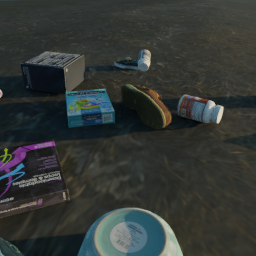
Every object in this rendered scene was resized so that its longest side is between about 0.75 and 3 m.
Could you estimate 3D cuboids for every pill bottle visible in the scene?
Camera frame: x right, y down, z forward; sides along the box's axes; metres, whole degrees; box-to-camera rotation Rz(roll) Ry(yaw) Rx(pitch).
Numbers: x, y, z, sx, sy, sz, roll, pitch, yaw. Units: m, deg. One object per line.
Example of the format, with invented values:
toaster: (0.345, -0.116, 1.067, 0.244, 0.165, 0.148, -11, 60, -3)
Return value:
pill bottle: (2.094, -0.527, 8.118, 1.177, 0.660, 0.660, 18, 35, 28)
pill bottle: (0.643, -2.703, 11.248, 0.492, 0.492, 0.864, 4, 50, 6)

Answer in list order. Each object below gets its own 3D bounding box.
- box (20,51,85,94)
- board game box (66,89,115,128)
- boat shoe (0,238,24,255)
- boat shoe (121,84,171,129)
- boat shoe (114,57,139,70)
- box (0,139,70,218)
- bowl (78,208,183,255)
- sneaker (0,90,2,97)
box: (-2.700, -2.087, 10.404, 1.707, 1.061, 1.721, 8, 31, 14)
board game box: (-1.212, -0.667, 8.609, 1.320, 0.410, 1.748, -7, 31, -11)
boat shoe: (-1.799, 1.946, 4.089, 1.339, 0.479, 0.400, 14, -10, 44)
boat shoe: (0.627, -0.781, 8.322, 0.839, 0.894, 2.485, -14, 30, -20)
boat shoe: (0.031, -2.916, 12.434, 1.343, 0.476, 0.484, 10, 32, 17)
box: (-2.085, 0.956, 5.862, 1.364, 0.344, 1.908, -11, 34, -19)
bowl: (0.031, 1.789, 3.860, 1.728, 0.904, 1.728, 0, 30, 0)
sneaker: (-4.750, -1.041, 9.288, 1.063, 0.427, 0.470, -9, 39, -17)
